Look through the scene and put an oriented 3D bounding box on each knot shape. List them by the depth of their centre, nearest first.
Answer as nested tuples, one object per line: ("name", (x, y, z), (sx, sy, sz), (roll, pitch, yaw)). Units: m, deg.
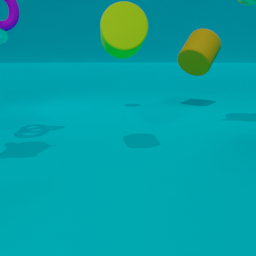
("knot shape", (-3.174, -2.537, 5.937), (1.309, 0.646, 1.399), (37, 58, 13))

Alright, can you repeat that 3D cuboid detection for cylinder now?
("cylinder", (-0.093, -1.801, 5.275), (0.842, 0.842, 0.842), (-1, 3, -5))
("cylinder", (2.857, -3.020, 11.222), (1.345, 1.345, 1.345), (11, 57, 37))

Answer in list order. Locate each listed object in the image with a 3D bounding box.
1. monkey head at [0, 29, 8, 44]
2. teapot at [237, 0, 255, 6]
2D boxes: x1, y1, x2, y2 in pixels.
("monkey head", (-2.923, -1.755, 4.481), (1.727, 1.242, 1.041), (36, 23, -17))
("teapot", (3.263, -3.671, 6.965), (2.044, 1.001, 1.271), (-30, 24, -18))
